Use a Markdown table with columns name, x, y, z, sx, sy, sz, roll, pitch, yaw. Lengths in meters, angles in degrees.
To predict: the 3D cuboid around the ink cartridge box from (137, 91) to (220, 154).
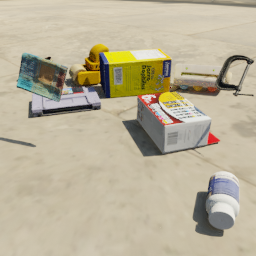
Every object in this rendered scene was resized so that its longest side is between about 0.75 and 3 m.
| name | x | y | z | sx | sy | sz | roll | pitch | yaw |
| --- | --- | --- | --- | --- | --- | --- | --- | --- | --- |
| ink cartridge box | 1.323 | -0.267 | 7.526 | 1.678 | 0.802 | 1.912 | -9 | 30 | -16 |

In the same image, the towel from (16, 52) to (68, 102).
| name | x | y | z | sx | sy | sz | roll | pitch | yaw |
| --- | --- | --- | --- | --- | --- | --- | --- | --- | --- |
| towel | -2.037 | -1.189 | 6.559 | 1.200 | 0.880 | 0.130 | 21 | 15 | 12 |

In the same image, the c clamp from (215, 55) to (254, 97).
| name | x | y | z | sx | sy | sz | roll | pitch | yaw |
| --- | --- | --- | --- | --- | --- | --- | --- | --- | --- |
| c clamp | 2.586 | -1.232 | 6.551 | 0.994 | 0.158 | 1.164 | 8 | 70 | 43 |

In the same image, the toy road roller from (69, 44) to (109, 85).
| name | x | y | z | sx | sy | sz | roll | pitch | yaw |
| --- | --- | --- | --- | --- | --- | --- | --- | --- | --- |
| toy road roller | -1.344 | -2.493 | 10.856 | 1.843 | 1.345 | 1.132 | -12 | 32 | -20 |

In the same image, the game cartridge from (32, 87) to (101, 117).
| name | x | y | z | sx | sy | sz | roll | pitch | yaw |
| --- | --- | --- | --- | --- | --- | --- | --- | --- | --- |
| game cartridge | -2.028 | -0.904 | 9.110 | 2.106 | 0.404 | 1.365 | -8 | 35 | -14 |

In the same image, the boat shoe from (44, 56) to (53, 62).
| name | x | y | z | sx | sy | sz | roll | pitch | yaw |
| --- | --- | --- | --- | --- | --- | --- | --- | --- | --- |
| boat shoe | -3.794 | -2.481 | 11.621 | 0.682 | 0.565 | 1.899 | 16 | 33 | 25 |

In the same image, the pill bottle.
| name | x | y | z | sx | sy | sz | roll | pitch | yaw |
| --- | --- | --- | --- | --- | --- | --- | --- | --- | --- |
| pill bottle | 1.704 | 1.295 | 5.044 | 0.564 | 0.564 | 1.016 | 10 | 31 | 16 |

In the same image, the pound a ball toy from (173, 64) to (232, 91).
| name | x | y | z | sx | sy | sz | roll | pitch | yaw |
| --- | --- | --- | --- | --- | --- | --- | --- | --- | --- |
| pound a ball toy | 2.789 | -1.793 | 10.378 | 2.051 | 0.871 | 1.337 | 8 | 5 | 13 |

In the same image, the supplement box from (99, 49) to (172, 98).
| name | x | y | z | sx | sy | sz | roll | pitch | yaw |
| --- | --- | --- | --- | --- | --- | --- | --- | --- | --- |
| supplement box | 0.228 | -1.982 | 10.031 | 2.347 | 1.285 | 1.278 | -7 | 31 | -10 |
